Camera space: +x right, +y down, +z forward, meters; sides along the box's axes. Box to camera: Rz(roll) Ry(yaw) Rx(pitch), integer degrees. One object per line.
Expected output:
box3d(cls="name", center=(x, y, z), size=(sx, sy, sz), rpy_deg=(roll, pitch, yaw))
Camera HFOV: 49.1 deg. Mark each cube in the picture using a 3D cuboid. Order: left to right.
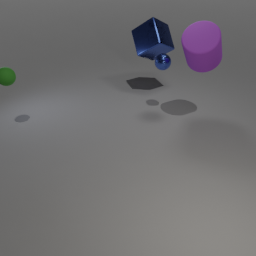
box3d(cls="cube", center=(1.246, -4.389, 13.956), size=(1.400, 1.400, 1.400), rpy_deg=(-20, -11, 37))

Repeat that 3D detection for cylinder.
box3d(cls="cylinder", center=(2.823, -3.048, 10.619), size=(1.400, 1.400, 1.400), rpy_deg=(-7, 70, 18))

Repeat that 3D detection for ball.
box3d(cls="ball", center=(-4.536, -1.913, 10.395), size=(0.700, 0.700, 0.700), rpy_deg=(0, 29, 0))
box3d(cls="ball", center=(1.477, -2.797, 11.865), size=(0.700, 0.700, 0.700), rpy_deg=(0, 29, 0))
